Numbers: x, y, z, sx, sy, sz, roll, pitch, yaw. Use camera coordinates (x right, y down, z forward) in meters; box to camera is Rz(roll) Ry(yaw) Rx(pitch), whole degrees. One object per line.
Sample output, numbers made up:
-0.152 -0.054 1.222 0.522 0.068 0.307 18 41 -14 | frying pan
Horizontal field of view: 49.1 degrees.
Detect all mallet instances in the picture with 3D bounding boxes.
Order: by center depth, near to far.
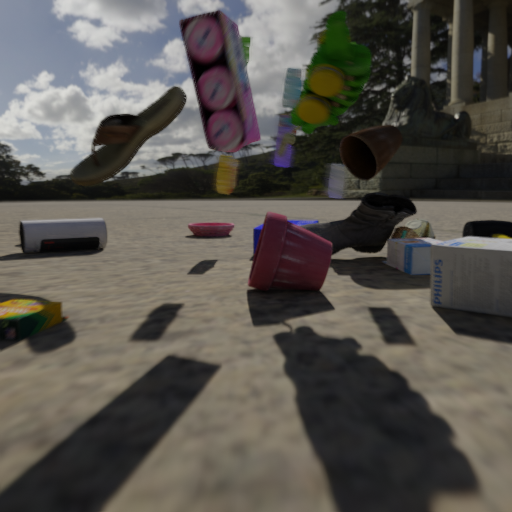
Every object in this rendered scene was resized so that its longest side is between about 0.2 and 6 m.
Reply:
5.084 -0.228 11.328 1.077 0.673 3.271 1 11 6 | mallet

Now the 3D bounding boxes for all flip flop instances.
-2.339 -2.216 9.891 2.527 0.727 1.025 -39 39 4 | flip flop

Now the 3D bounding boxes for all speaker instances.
-4.235 -0.455 12.278 1.763 0.716 0.716 -4 8 -31 | speaker

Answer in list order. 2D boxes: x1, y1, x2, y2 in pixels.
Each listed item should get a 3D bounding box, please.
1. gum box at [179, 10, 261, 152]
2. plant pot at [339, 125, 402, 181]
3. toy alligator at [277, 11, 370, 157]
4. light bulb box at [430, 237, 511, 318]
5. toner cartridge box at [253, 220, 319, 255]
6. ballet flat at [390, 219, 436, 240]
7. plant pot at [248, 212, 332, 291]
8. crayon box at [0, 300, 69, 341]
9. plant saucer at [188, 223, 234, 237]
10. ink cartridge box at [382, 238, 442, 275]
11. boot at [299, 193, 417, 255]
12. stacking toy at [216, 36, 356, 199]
-0.428 -2.191 7.334 0.556 1.680 0.953 -10 10 13 | gum box
2.618 -2.385 12.256 1.150 1.075 1.075 -33 22 -24 | plant pot
1.117 -2.490 8.948 0.875 0.957 3.226 16 -27 -5 | toy alligator
2.921 0.219 6.712 1.250 0.780 1.239 6 10 41 | light bulb box
0.746 -0.453 12.783 1.263 0.574 2.660 2 8 9 | toner cartridge box
3.337 -0.396 11.558 0.780 0.722 2.211 21 17 23 | ballet flat
0.482 0.024 7.693 0.976 1.090 1.090 15 7 -2 | plant pot
-2.407 0.627 5.717 0.590 0.236 0.929 1 7 10 | crayon box
-1.292 -0.758 16.139 1.337 0.339 1.337 -1 8 0 | plant saucer
2.815 -0.025 9.763 0.846 0.498 1.469 -1 7 -7 | ink cartridge box
1.798 -0.671 10.741 2.258 0.788 1.486 -7 -28 -21 | boot
0.692 -3.104 12.524 2.794 3.706 0.871 6 -2 9 | stacking toy
